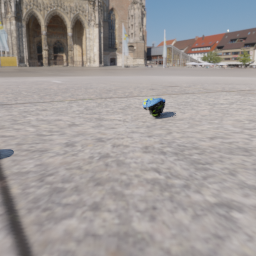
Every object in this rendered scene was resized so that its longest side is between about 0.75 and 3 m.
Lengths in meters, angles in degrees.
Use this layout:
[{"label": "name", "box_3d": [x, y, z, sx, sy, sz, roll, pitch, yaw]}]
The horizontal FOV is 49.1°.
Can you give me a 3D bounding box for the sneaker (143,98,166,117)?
[{"label": "sneaker", "box_3d": [1.014, -0.751, 10.242, 0.602, 0.704, 1.698, 2, 4, 22]}]
